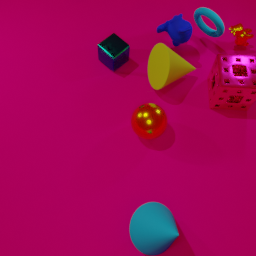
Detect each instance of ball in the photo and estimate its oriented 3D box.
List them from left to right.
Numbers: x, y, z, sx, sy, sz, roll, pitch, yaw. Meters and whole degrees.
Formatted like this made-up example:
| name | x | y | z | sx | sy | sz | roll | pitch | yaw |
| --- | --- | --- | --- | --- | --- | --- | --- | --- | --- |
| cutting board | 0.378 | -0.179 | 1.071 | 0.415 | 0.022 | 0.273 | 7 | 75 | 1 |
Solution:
| name | x | y | z | sx | sy | sz | roll | pitch | yaw |
| --- | --- | --- | --- | --- | --- | --- | --- | --- | --- |
| ball | 0.624 | -0.196 | 8.268 | 1.085 | 1.085 | 1.085 | 0 | 63 | 0 |

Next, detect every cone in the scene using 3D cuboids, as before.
| name | x | y | z | sx | sy | sz | roll | pitch | yaw |
| --- | --- | --- | --- | --- | --- | --- | --- | --- | --- |
| cone | 0.867 | 2.436 | 6.606 | 1.305 | 1.310 | 1.305 | 5 | 76 | -19 |
| cone | 1.610 | -1.964 | 9.142 | 1.452 | 1.446 | 1.446 | -2 | 62 | -22 |

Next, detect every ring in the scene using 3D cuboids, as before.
| name | x | y | z | sx | sy | sz | roll | pitch | yaw |
| --- | --- | --- | --- | --- | --- | --- | --- | --- | --- |
| ring | 2.747 | -3.575 | 9.526 | 1.228 | 1.228 | 0.246 | 42 | 88 | 18 |

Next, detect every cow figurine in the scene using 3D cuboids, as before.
| name | x | y | z | sx | sy | sz | roll | pitch | yaw |
| --- | --- | --- | --- | --- | --- | --- | --- | --- | --- |
| cow figurine | 3.913 | -3.248 | 9.841 | 0.898 | 0.912 | 0.501 | -2 | 63 | -3 |

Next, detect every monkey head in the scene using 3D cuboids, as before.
| name | x | y | z | sx | sy | sz | roll | pitch | yaw |
| --- | --- | --- | --- | --- | --- | --- | --- | --- | --- |
| monkey head | 1.604 | -3.261 | 9.529 | 1.107 | 1.539 | 0.927 | -24 | 89 | -5 |

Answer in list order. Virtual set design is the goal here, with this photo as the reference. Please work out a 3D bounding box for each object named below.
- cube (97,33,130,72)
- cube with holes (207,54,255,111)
| name | x | y | z | sx | sy | sz | roll | pitch | yaw |
| --- | --- | --- | --- | --- | --- | --- | --- | --- | --- |
| cube | -0.492 | -2.587 | 9.628 | 0.792 | 0.792 | 0.792 | 43 | 70 | 16 |
| cube with holes | 3.294 | -1.409 | 8.802 | 1.230 | 1.230 | 1.230 | 4 | 63 | 2 |
